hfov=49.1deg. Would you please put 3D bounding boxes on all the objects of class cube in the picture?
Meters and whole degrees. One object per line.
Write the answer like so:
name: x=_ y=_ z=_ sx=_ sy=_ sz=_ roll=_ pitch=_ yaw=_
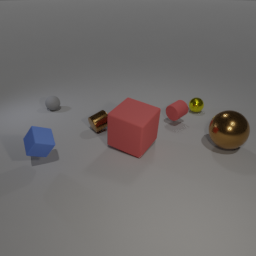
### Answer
cube: x=-2.880 y=0.450 z=9.076 sx=0.700 sy=0.700 sz=0.700 roll=11 pitch=43 yaw=-42
cube: x=0.202 y=-0.045 z=10.141 sx=1.400 sy=1.400 sz=1.400 roll=21 pitch=40 yaw=23

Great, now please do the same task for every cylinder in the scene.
cylinder: x=2.074 y=-0.751 z=11.854 sx=0.700 sy=0.700 sz=0.700 roll=-30 pitch=40 yaw=-34
cylinder: x=-1.164 y=-0.283 z=11.446 sx=0.700 sy=0.700 sz=0.700 roll=-31 pitch=38 yaw=-19

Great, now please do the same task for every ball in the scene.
ball: x=3.192 y=-1.079 z=13.086 sx=0.700 sy=0.700 sz=0.700 roll=0 pitch=28 yaw=0
ball: x=3.607 y=0.064 z=10.021 sx=1.400 sy=1.400 sz=1.400 roll=0 pitch=28 yaw=0
ball: x=-3.578 y=-1.189 z=13.308 sx=0.700 sy=0.700 sz=0.700 roll=0 pitch=28 yaw=0
